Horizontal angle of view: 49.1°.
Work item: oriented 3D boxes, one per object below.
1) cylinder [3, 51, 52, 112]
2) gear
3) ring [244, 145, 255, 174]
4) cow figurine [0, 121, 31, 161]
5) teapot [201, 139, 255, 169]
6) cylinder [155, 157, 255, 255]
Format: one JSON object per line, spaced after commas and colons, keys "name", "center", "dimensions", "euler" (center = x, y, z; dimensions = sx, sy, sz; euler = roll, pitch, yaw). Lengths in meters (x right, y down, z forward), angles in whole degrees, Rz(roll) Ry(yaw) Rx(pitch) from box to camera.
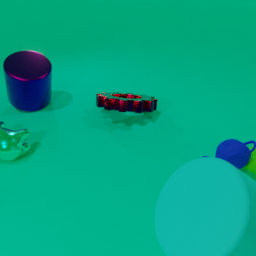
{"name": "cylinder", "center": [-2.801, -1.317, 7.931], "dimensions": [1.244, 1.244, 1.244], "euler": [8, 50, -10]}
{"name": "gear", "center": [-0.042, -0.727, 7.724], "dimensions": [1.660, 0.307, 1.660], "euler": [4, 14, -1]}
{"name": "ring", "center": [3.127, 0.573, 5.758], "dimensions": [1.476, 0.295, 1.476], "euler": [-17, 13, 4]}
{"name": "cow figurine", "center": [-3.038, 0.382, 5.979], "dimensions": [1.514, 0.831, 1.490], "euler": [13, 23, 13]}
{"name": "teapot", "center": [2.063, 0.523, 5.701], "dimensions": [1.116, 0.694, 0.546], "euler": [-23, 38, 15]}
{"name": "cylinder", "center": [1.267, 1.244, 3.660], "dimensions": [1.334, 1.334, 1.334], "euler": [32, 19, -30]}
